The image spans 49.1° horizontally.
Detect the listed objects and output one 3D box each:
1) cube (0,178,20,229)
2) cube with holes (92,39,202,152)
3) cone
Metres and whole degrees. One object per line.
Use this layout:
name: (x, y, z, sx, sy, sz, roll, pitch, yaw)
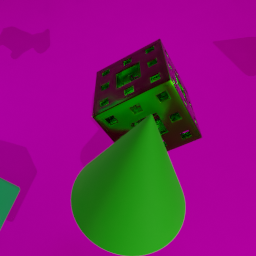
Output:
cube: (-2.888, 1.255, 4.586, 1.305, 1.305, 1.305, 15, 68, 15)
cube with holes: (0.290, -0.396, 4.425, 1.183, 1.183, 1.183, -24, 39, 18)
cone: (0.109, 0.375, 2.982, 1.423, 1.428, 1.423, 5, 46, -6)
